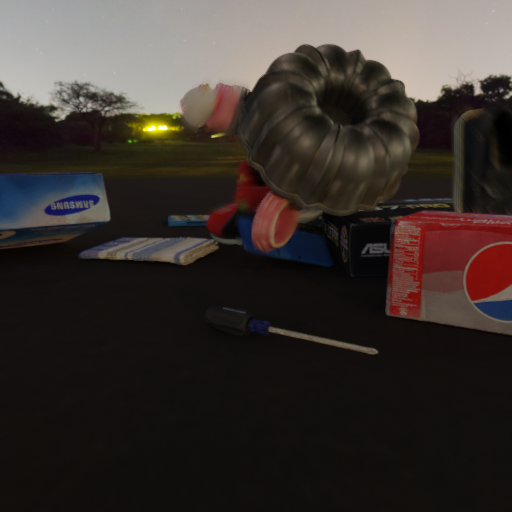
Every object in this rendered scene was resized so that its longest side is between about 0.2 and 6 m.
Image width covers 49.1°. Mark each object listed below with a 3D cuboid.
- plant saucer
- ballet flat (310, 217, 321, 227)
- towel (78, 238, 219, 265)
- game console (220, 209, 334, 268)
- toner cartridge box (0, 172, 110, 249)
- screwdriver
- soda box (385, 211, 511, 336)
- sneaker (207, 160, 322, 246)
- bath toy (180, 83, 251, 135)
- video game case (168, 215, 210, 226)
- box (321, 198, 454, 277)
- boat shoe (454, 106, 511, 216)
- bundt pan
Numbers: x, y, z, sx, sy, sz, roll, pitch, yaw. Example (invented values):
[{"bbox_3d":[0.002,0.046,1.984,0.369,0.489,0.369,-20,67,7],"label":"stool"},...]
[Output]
[{"bbox_3d":[0.330,-0.521,8.224,0.261,1.030,1.030,25,21,26],"label":"plant saucer"},{"bbox_3d":[1.720,-0.860,13.160,0.659,0.659,1.804,-3,11,-16],"label":"ballet flat"},{"bbox_3d":[-1.851,-0.089,9.894,2.051,0.244,1.506,1,12,19],"label":"towel"},{"bbox_3d":[0.303,-0.137,9.379,1.595,0.943,1.361,12,-24,-20],"label":"game console"},{"bbox_3d":[-4.959,-0.636,9.352,4.438,0.958,2.108,-10,-2,-44],"label":"toner cartridge box"},{"bbox_3d":[0.234,0.700,5.211,1.905,0.266,0.277,5,-17,42],"label":"screwdriver"},{"bbox_3d":[3.187,0.211,5.594,3.534,1.121,1.237,7,12,33],"label":"soda box"},{"bbox_3d":[0.062,-1.180,10.458,3.197,1.357,1.231,-19,32,45],"label":"sneaker"},{"bbox_3d":[-0.424,-2.289,8.534,0.644,0.758,1.743,-16,-2,33],"label":"bath toy"},{"bbox_3d":[-1.448,-0.951,14.997,1.785,0.159,1.277,-1,11,-8],"label":"video game case"},{"bbox_3d":[3.166,-0.401,9.537,3.757,0.923,3.028,-2,10,-1],"label":"box"},{"bbox_3d":[3.210,-0.941,7.599,0.871,2.336,0.727,3,-10,-24],"label":"boat shoe"},{"bbox_3d":[1.112,-1.952,7.918,2.676,2.676,1.004,-3,-26,-15],"label":"bundt pan"}]
